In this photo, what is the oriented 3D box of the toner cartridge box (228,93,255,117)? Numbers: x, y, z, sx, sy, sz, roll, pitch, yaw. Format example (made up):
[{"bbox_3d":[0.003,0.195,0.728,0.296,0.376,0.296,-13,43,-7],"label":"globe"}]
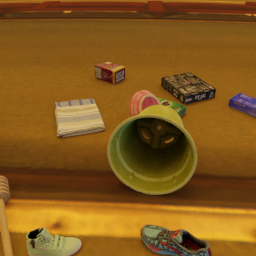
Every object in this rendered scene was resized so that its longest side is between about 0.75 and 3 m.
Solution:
[{"bbox_3d":[5.018,-0.846,11.219,0.816,0.371,1.717,-26,43,-34],"label":"toner cartridge box"}]

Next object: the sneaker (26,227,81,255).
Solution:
[{"bbox_3d":[-1.630,2.474,6.117,1.176,0.694,0.433,-3,33,-7],"label":"sneaker"}]

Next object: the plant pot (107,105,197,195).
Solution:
[{"bbox_3d":[0.794,0.351,8.155,2.325,2.325,2.138,7,23,10],"label":"plant pot"}]

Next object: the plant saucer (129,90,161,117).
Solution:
[{"bbox_3d":[0.700,-0.631,9.964,1.472,1.472,0.373,-32,15,-37],"label":"plant saucer"}]

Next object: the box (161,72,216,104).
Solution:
[{"bbox_3d":[2.674,-1.838,12.594,1.614,0.439,2.015,-15,37,-20],"label":"box"}]

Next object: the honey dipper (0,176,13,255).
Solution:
[{"bbox_3d":[-2.960,2.229,6.648,0.531,0.531,2.794,-15,39,-21],"label":"honey dipper"}]

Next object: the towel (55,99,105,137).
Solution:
[{"bbox_3d":[-1.925,-0.487,10.789,1.731,0.281,2.357,-8,35,-13],"label":"towel"}]

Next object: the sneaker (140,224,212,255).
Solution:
[{"bbox_3d":[1.046,2.408,6.137,1.618,0.773,0.642,15,37,21],"label":"sneaker"}]

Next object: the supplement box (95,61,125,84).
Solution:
[{"bbox_3d":[-0.886,-2.733,13.696,1.290,0.666,0.844,24,41,31],"label":"supplement box"}]

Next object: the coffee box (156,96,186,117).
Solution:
[{"bbox_3d":[1.366,-0.775,11.129,1.618,0.356,0.995,22,41,30],"label":"coffee box"}]
